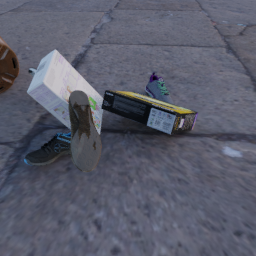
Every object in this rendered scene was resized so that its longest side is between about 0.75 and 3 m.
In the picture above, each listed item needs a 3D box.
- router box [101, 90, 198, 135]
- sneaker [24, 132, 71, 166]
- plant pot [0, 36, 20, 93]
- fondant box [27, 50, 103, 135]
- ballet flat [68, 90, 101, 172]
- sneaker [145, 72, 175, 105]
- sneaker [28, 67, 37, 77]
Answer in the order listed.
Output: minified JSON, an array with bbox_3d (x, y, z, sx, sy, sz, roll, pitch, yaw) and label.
[{"bbox_3d":[0.635,-0.491,7.849,2.188,0.571,1.720,21,14,28],"label":"router box"},{"bbox_3d":[-1.817,0.440,6.915,1.562,0.640,0.572,-21,30,-36],"label":"sneaker"},{"bbox_3d":[-5.320,-2.573,9.898,2.581,2.581,2.555,-28,51,-34],"label":"plant pot"},{"bbox_3d":[-1.539,-0.836,7.498,0.605,2.079,1.500,-27,38,25],"label":"fondant box"},{"bbox_3d":[-1.028,0.063,6.248,0.677,0.466,2.010,-4,61,-20],"label":"ballet flat"},{"bbox_3d":[1.060,-1.269,9.341,0.611,0.719,1.642,-3,33,-27],"label":"sneaker"},{"bbox_3d":[-2.869,-1.494,9.379,1.578,0.626,0.583,40,6,22],"label":"sneaker"}]
